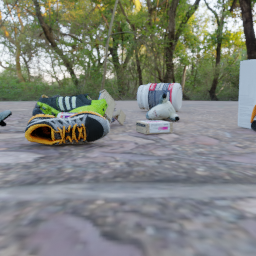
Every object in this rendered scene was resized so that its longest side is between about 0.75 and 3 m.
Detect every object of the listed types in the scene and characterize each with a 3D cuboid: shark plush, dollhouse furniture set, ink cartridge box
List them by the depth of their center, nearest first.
[{"bbox_3d":[-4.094,-0.333,8.031,1.158,1.062,2.550,3,8,25],"label":"shark plush"},{"bbox_3d":[0.797,-0.029,8.546,0.916,0.344,0.755,-2,6,-23],"label":"ink cartridge box"},{"bbox_3d":[-1.221,-0.367,10.473,1.643,1.551,1.072,-23,32,27],"label":"dollhouse furniture set"},{"bbox_3d":[1.464,-0.824,12.932,1.201,1.310,2.883,-30,8,10],"label":"shark plush"}]

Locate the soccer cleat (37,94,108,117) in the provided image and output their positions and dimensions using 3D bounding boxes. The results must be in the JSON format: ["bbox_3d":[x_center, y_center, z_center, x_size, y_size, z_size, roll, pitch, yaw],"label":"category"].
[{"bbox_3d":[-1.988,-0.705,9.875,2.986,1.008,1.210,13,52,35],"label":"soccer cleat"}]

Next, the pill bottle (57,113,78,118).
[{"bbox_3d":[-1.533,-0.152,8.388,1.103,0.620,0.620,0,7,1],"label":"pill bottle"}]

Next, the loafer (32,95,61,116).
[{"bbox_3d":[-3.128,-0.909,12.011,2.992,1.082,1.089,8,-4,40],"label":"loafer"}]

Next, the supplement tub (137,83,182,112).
[{"bbox_3d":[2.143,-2.035,18.684,2.677,1.879,1.879,3,7,22],"label":"supplement tub"}]

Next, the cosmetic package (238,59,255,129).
[{"bbox_3d":[4.636,-1.176,9.659,1.321,2.341,0.950,-2,7,-18],"label":"cosmetic package"}]

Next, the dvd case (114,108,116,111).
[{"bbox_3d":[-2.615,-1.240,18.971,2.958,0.236,2.200,4,8,31],"label":"dvd case"}]

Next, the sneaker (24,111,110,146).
[{"bbox_3d":[-1.402,0.089,6.415,1.979,0.775,0.764,-4,19,3],"label":"sneaker"}]

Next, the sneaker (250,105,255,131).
[{"bbox_3d":[4.696,-0.250,7.684,1.320,1.086,2.869,3,8,-8],"label":"sneaker"}]
